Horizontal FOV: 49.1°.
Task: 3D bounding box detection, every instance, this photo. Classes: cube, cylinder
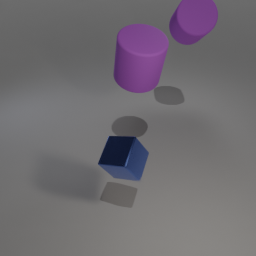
[{"bbox_3d":[-0.080,0.641,5.942,0.700,0.700,0.700,0,57,34],"label":"cube"},{"bbox_3d":[2.275,-3.802,9.942,1.400,1.400,1.400,-1,5,-2],"label":"cylinder"},{"bbox_3d":[0.329,-1.962,7.973,1.400,1.400,1.400,4,53,-5],"label":"cylinder"}]
